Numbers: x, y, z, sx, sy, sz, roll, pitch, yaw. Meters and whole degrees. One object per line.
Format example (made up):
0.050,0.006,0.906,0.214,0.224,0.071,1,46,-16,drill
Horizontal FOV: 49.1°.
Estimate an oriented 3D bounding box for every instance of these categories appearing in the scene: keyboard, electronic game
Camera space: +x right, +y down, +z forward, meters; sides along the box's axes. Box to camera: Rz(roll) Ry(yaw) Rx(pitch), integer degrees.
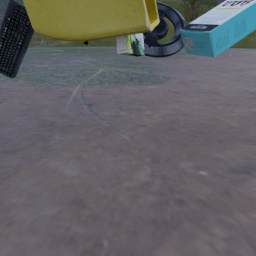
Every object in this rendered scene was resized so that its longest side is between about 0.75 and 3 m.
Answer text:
-2.664,-1.920,5.944,1.072,1.686,0.174,28,33,-14,keyboard
0.875,-3.298,9.257,2.303,2.303,0.479,-3,-23,-9,electronic game

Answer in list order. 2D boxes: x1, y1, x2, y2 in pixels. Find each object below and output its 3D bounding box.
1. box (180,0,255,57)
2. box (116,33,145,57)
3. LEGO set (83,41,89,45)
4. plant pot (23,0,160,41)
2.513,-2.569,6.523,2.496,0.613,1.027,-35,32,-13,box
0.050,-2.340,6.825,0.280,1.114,1.543,-3,11,20,box
-1.052,-3.329,6.548,1.384,2.389,1.837,25,21,-17,LEGO set
-0.708,-2.525,4.881,2.063,2.017,2.004,-10,21,15,plant pot
